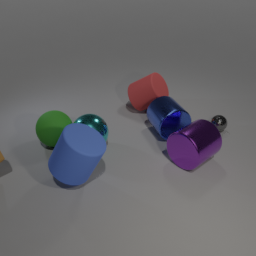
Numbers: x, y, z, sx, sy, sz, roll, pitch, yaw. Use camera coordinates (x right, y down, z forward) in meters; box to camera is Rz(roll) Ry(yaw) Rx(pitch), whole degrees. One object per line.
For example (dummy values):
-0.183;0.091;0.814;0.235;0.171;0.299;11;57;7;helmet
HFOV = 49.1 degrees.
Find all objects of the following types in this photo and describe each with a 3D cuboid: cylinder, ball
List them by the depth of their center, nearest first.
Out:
-1.578;0.810;8.674;1.400;1.400;1.400;24;32;-16;cylinder
2.320;0.562;9.834;1.400;1.400;1.400;-25;39;-35;cylinder
-1.428;0.159;10.496;1.400;1.400;1.400;0;31;0;ball
-2.800;0.024;10.708;1.400;1.400;1.400;0;31;0;ball
1.647;-0.410;11.446;1.400;1.400;1.400;-9;32;-15;cylinder
3.816;-0.201;11.784;0.700;0.700;0.700;0;31;0;ball
0.940;-1.661;12.967;1.400;1.400;1.400;-20;17;36;cylinder

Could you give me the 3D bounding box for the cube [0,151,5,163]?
-4.462;0.899;8.901;0.700;0.700;0.700;-31;4;-33;cube
